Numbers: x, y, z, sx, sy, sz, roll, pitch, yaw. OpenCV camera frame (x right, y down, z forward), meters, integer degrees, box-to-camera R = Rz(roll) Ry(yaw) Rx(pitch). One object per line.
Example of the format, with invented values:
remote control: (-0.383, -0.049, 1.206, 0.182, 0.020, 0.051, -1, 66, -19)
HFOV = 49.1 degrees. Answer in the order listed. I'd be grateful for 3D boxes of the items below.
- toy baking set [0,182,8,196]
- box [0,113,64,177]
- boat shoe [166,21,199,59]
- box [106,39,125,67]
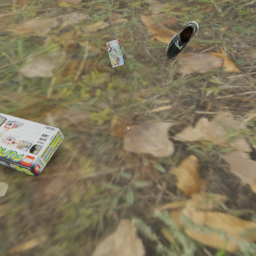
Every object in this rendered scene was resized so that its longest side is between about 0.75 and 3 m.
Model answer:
toy baking set: (-3.100, 1.631, 5.451, 1.526, 1.171, 0.178, -9, 16, -25)
box: (-2.934, 0.335, 7.106, 2.279, 0.396, 1.254, 14, 55, 21)
boat shoe: (1.787, -2.978, 9.636, 0.542, 1.508, 0.510, 37, 40, -7)
box: (-0.407, -2.455, 9.244, 0.450, 0.818, 0.142, -16, 8, -1)
